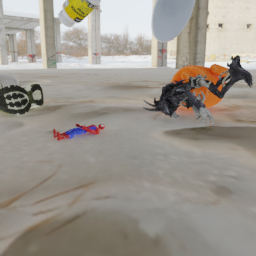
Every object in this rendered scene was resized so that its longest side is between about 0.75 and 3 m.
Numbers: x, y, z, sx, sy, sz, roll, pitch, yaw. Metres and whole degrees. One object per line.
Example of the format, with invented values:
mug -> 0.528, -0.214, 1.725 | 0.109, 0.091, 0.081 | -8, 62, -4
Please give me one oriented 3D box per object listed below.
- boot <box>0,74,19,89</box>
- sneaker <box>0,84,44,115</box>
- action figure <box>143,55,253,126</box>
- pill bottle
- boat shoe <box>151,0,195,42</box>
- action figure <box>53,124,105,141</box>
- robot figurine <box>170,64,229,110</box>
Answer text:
boot -> -5.453, -1.472, 11.344 | 1.414, 1.088, 2.959 | 17, 29, 31
sneaker -> -3.811, -0.875, 9.305 | 1.140, 0.990, 2.574 | -11, 7, 13
action figure -> 1.926, -0.822, 7.798 | 2.884, 1.472, 1.714 | -24, 17, 18
pill bottle -> -1.454, -3.555, 8.202 | 1.279, 0.719, 0.719 | -29, -4, 35
boat shoe -> 0.972, -3.011, 5.921 | 0.819, 2.341, 0.776 | 8, 16, -12
action figure -> -1.084, 0.046, 6.533 | 1.241, 0.321, 0.406 | -7, 13, -35
robot figurine -> 2.435, -1.370, 9.505 | 1.467, 1.809, 2.516 | 28, 23, 32
